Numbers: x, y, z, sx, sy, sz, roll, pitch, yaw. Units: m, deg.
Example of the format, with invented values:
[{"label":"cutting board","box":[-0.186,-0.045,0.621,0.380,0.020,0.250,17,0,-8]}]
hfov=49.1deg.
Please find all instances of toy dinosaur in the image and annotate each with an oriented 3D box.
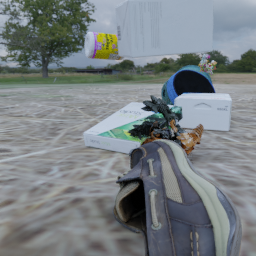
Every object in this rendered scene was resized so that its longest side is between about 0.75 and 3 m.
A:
[{"label":"toy dinosaur","box":[0.781,0.256,5.563,1.446,1.089,2.131,49,23,26]}]

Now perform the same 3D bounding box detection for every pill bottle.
[{"label":"pill bottle","box":[-0.740,-3.455,11.941,2.057,1.072,1.072,-2,11,-23]}]

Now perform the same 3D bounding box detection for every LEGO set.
[{"label":"LEGO set","box":[3.320,-2.451,11.266,0.547,0.676,1.470,33,16,30]}]

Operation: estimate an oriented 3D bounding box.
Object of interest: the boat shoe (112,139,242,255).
[{"label":"boat shoe","box":[0.275,0.701,3.234,0.906,0.920,2.471,-2,10,-12]}]

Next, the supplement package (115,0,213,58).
[{"label":"supplement package","box":[1.183,-3.340,9.421,2.845,1.725,1.704,-8,17,-14]}]

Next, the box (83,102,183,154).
[{"label":"box","box":[0.201,-0.072,7.134,1.634,0.411,2.264,7,29,32]}]

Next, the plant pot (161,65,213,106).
[{"label":"plant pot","box":[2.742,-1.804,13.534,2.159,2.159,2.115,6,21,30]}]

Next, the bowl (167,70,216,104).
[{"label":"bowl","box":[2.780,-1.597,12.096,2.228,2.228,0.437,-4,-27,-21]}]

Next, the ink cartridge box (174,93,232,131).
[{"label":"ink cartridge box","box":[2.617,-0.638,9.726,1.736,1.011,2.401,4,12,17]}]
